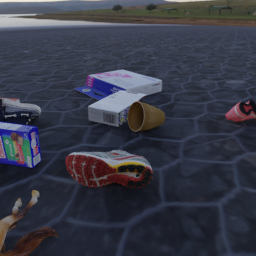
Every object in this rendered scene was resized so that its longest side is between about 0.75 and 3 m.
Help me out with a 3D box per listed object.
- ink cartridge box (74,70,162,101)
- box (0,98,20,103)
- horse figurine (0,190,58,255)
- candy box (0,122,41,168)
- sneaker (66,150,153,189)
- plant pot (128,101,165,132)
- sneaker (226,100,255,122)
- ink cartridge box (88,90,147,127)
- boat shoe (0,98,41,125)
[{"bbox_3d":[-0.450,-1.871,12.057,2.784,0.603,2.734,-18,31,-37],"label":"ink cartridge box"},{"bbox_3d":[-4.128,-0.487,8.974,0.898,0.627,1.179,3,25,6],"label":"box"},{"bbox_3d":[-2.430,1.592,4.391,2.460,0.614,1.631,10,38,8],"label":"horse figurine"},{"bbox_3d":[-2.695,0.395,6.698,1.096,0.927,0.422,7,22,16],"label":"candy box"},{"bbox_3d":[-0.418,0.855,6.112,1.875,0.730,0.770,9,20,-2],"label":"sneaker"},{"bbox_3d":[0.618,-0.330,8.526,0.959,0.894,0.894,2,20,-33],"label":"plant pot"},{"bbox_3d":[3.701,-0.514,9.080,1.600,0.590,0.694,-2,-23,-44],"label":"sneaker"},{"bbox_3d":[-0.278,-0.730,9.632,1.163,0.537,2.134,13,26,26],"label":"ink cartridge box"},{"bbox_3d":[-3.300,-0.222,8.419,0.787,0.978,2.109,-13,-7,15],"label":"boat shoe"}]
